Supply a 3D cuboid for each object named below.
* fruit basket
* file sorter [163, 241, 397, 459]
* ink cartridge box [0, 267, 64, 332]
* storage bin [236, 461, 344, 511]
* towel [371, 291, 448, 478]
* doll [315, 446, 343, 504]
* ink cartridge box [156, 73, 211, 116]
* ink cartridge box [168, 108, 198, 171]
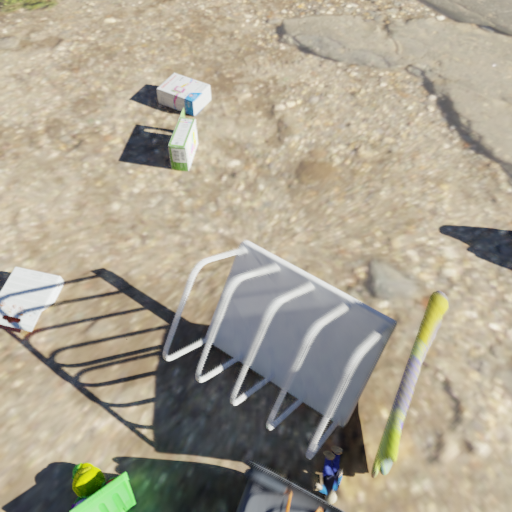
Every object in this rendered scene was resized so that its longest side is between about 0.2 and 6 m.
[{"bbox_3d":[-2.255,3.288,7.813,1.028,0.741,1.028,5,65,-10],"label":"fruit basket"},{"bbox_3d":[0.253,1.279,8.211,2.718,1.886,1.693,29,19,21],"label":"file sorter"},{"bbox_3d":[-4.145,0.806,10.076,0.931,0.275,1.163,12,58,9],"label":"ink cartridge box"},{"bbox_3d":[0.420,3.602,7.179,1.737,1.264,1.167,24,68,12],"label":"storage bin"},{"bbox_3d":[2.166,1.825,7.873,0.282,1.777,2.474,19,64,18],"label":"towel"},{"bbox_3d":[1.039,3.109,7.860,0.567,0.831,0.201,-16,23,-40],"label":"doll"},{"bbox_3d":[-1.778,-3.974,13.770,1.091,0.462,0.788,23,55,19],"label":"ink cartridge box"},{"bbox_3d":[-1.577,-2.609,12.516,0.401,0.701,1.351,7,51,5],"label":"ink cartridge box"}]
